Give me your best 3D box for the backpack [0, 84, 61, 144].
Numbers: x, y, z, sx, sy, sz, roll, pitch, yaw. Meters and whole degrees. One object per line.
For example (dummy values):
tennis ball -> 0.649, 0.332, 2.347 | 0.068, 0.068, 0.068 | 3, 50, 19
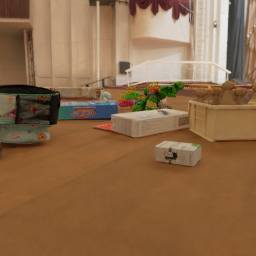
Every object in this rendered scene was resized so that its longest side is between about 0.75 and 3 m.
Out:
backpack -> -2.912, -0.395, 7.306 | 2.032, 1.558, 1.786 | 9, 5, -21

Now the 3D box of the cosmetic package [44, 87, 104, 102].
cosmetic package -> -2.695, -1.444, 14.163 | 2.877, 1.255, 1.487 | 0, 10, 1

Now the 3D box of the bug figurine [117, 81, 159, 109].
bug figurine -> 0.628, -1.625, 15.155 | 2.208, 0.732, 2.847 | -9, -9, -20

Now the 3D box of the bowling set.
bowling set -> 4.289, -1.279, 12.299 | 2.948, 1.582, 2.052 | 2, 11, 11

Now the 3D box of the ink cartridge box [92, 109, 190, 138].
ink cartridge box -> 0.458, -0.280, 9.565 | 2.627, 0.587, 2.314 | -9, 14, -42

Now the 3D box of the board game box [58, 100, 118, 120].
board game box -> -1.822, -0.817, 12.357 | 2.731, 0.614, 2.077 | -1, 11, -2

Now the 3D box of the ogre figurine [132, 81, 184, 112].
ogre figurine -> 1.268, -1.371, 13.219 | 1.281, 2.612, 1.566 | 41, -7, -9

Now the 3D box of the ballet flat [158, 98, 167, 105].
ballet flat -> 1.773, -1.528, 15.836 | 0.753, 0.762, 2.238 | -15, 11, 2

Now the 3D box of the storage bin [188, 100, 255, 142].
storage bin -> 3.140, -0.302, 8.456 | 2.147, 1.006, 2.131 | -1, 11, -6

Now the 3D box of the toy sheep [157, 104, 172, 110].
toy sheep -> 1.651, -0.878, 13.110 | 0.838, 0.578, 0.578 | -5, 10, -4

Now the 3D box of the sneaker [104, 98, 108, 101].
sneaker -> -2.309, -1.498, 15.351 | 2.559, 0.958, 1.275 | -4, 11, -20

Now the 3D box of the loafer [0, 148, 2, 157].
loafer -> -3.378, 0.444, 5.268 | 0.730, 0.639, 2.031 | 6, 12, 30

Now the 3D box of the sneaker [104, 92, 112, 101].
sneaker -> -2.231, -1.632, 16.369 | 2.313, 0.920, 1.510 | -6, 5, 24

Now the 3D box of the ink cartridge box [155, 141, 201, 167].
ink cartridge box -> 1.030, 0.512, 5.758 | 0.809, 0.336, 0.593 | 6, 12, 29
